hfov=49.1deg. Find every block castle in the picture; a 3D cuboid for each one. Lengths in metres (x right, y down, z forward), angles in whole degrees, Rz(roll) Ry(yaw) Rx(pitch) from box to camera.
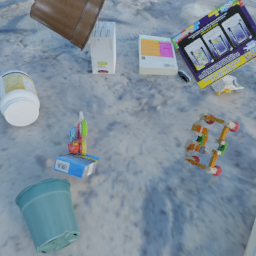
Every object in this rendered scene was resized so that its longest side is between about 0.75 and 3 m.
[{"bbox_3d":[2.043,0.386,6.923,0.660,1.407,0.940,15,6,-45],"label":"block castle"}]

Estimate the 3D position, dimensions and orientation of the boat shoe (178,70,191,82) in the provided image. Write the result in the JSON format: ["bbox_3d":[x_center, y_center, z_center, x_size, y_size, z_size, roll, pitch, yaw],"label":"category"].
[{"bbox_3d":[2.357,-2.212,11.929,0.217,0.263,0.767,-27,54,-23],"label":"boat shoe"}]

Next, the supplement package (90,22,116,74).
[{"bbox_3d":[-1.033,-3.413,12.025,0.977,1.762,1.373,1,46,1],"label":"supplement package"}]

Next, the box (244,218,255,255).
[{"bbox_3d":[3.591,2.802,6.492,1.406,1.151,2.961,25,51,22],"label":"box"}]

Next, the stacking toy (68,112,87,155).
[{"bbox_3d":[-1.681,0.153,8.963,0.529,1.133,1.252,-2,31,-20],"label":"stacking toy"}]

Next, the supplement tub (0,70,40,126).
[{"bbox_3d":[-3.950,-1.072,10.085,1.324,1.324,1.834,-17,49,-16],"label":"supplement tub"}]

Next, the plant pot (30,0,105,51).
[{"bbox_3d":[-2.198,-4.250,10.091,2.152,2.174,2.174,23,44,-17],"label":"plant pot"}]

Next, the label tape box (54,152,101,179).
[{"bbox_3d":[-1.500,1.098,8.531,0.940,0.412,1.303,15,7,14],"label":"label tape box"}]

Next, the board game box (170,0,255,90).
[{"bbox_3d":[2.507,-2.318,7.812,2.067,1.709,0.586,-30,4,14],"label":"board game box"}]

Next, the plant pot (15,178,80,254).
[{"bbox_3d":[-1.910,2.221,6.991,1.433,1.433,1.403,-19,57,-18],"label":"plant pot"}]

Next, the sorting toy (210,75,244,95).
[{"bbox_3d":[4.049,-1.822,11.356,1.120,0.665,1.244,-3,45,-14],"label":"sorting toy"}]

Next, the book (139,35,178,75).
[{"bbox_3d":[1.326,-3.352,12.833,1.658,0.596,2.482,2,47,-1],"label":"book"}]
